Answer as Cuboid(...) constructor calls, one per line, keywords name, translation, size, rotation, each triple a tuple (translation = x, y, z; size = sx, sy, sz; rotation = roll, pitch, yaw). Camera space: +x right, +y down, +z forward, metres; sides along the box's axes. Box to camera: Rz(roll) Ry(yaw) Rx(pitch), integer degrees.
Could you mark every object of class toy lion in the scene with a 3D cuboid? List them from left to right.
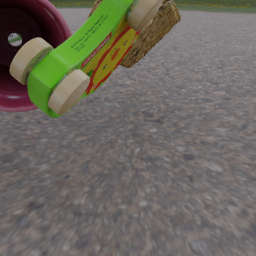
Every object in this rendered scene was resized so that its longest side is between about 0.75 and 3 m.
Cuboid(name="toy lion", translation=(-0.595, -1.320, 5.205), size=(0.993, 2.773, 2.893), rotation=(39, 74, 0))

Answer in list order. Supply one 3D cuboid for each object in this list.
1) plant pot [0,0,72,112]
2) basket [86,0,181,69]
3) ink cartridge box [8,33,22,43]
Cuboid(name="plant pot", translation=(-2.600, -1.877, 6.291), size=(2.488, 2.488, 2.227), rotation=(-10, 28, -18))
Cuboid(name="basket", translation=(0.090, -3.275, 8.515), size=(1.780, 2.494, 1.858), rotation=(50, 18, 7))
Cuboid(name="ink cartridge box", translation=(-3.412, -3.466, 8.627), size=(0.859, 2.896, 1.503), rotation=(-9, 26, 23))
